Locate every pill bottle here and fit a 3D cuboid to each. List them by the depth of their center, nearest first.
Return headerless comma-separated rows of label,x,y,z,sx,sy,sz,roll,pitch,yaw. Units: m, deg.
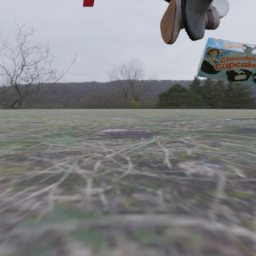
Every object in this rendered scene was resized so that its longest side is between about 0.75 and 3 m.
pill bottle,2.828,-4.248,10.455,0.959,0.959,1.709,-2,-3,-26

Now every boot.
boot,1.741,-2.715,5.647,1.278,1.941,0.677,6,42,30
boot,1.575,-2.717,6.880,1.510,2.066,0.726,11,-25,-21

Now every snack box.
snack box,3.268,-1.866,8.157,2.242,0.416,1.302,10,-29,5

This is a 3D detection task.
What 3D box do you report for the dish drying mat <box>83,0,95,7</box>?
dish drying mat,-1.187,-4.310,8.767,0.397,1.034,0.094,-15,52,-30
